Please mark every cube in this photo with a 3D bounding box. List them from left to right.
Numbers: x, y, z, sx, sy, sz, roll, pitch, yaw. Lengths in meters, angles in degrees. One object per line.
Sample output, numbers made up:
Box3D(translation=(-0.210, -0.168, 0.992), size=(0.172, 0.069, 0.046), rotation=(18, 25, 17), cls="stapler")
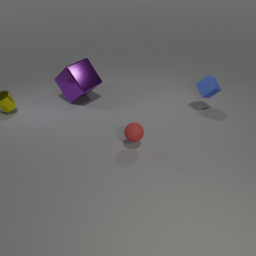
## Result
Box3D(translation=(-2.394, -2.278, 13.526), size=(1.400, 1.400, 1.400), rotation=(-25, 10, 47), cls="cube")
Box3D(translation=(3.554, -1.806, 12.368), size=(0.700, 0.700, 0.700), rotation=(0, 62, -50), cls="cube")

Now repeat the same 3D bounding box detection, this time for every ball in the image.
Box3D(translation=(0.217, 0.150, 9.955), size=(0.700, 0.700, 0.700), rotation=(0, 30, 0), cls="ball")

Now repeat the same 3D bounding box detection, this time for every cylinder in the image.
Box3D(translation=(-5.479, -1.185, 12.495), size=(0.700, 0.700, 0.700), rotation=(-7, 49, 8), cls="cylinder")
